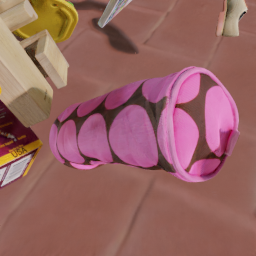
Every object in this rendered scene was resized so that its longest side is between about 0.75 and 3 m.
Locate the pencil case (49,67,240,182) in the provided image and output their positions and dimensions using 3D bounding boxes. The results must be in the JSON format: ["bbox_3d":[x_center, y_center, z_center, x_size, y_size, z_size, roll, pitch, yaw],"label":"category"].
[{"bbox_3d":[0.049,0.072,3.684,2.775,1.300,1.259,-4,54,56],"label":"pencil case"}]

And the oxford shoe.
[{"bbox_3d":[2.936,-3.361,7.671,0.679,0.652,1.841,14,93,18],"label":"oxford shoe"}]

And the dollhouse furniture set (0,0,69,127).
[{"bbox_3d":[-2.610,-1.072,4.999,2.081,2.429,2.554,-22,41,9],"label":"dollhouse furniture set"}]

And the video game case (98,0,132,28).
[{"bbox_3d":[0.009,-3.608,7.453,0.215,1.867,1.701,45,75,-12],"label":"video game case"}]

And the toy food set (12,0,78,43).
[{"bbox_3d":[-2.090,-2.753,6.727,1.514,2.574,0.841,4,79,-25],"label":"toy food set"}]

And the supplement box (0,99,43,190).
[{"bbox_3d":[-2.724,-0.065,5.055,2.251,1.242,0.964,49,42,8],"label":"supplement box"}]

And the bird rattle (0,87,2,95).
[{"bbox_3d":[-2.076,-0.086,2.970,1.346,1.651,0.930,-29,89,-46],"label":"bird rattle"}]
